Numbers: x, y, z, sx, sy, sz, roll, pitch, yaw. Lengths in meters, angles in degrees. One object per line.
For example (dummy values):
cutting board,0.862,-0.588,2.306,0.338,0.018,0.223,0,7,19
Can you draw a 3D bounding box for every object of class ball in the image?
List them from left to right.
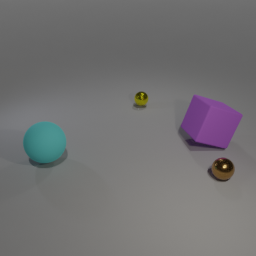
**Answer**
ball,-2.797,0.478,9.450,1.400,1.400,1.400,0,29,0
ball,0.653,-1.433,13.663,0.700,0.700,0.700,0,29,0
ball,3.001,1.282,8.840,0.700,0.700,0.700,0,29,0

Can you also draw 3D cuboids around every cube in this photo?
cube,3.070,-0.258,10.481,1.400,1.400,1.400,13,20,-19
